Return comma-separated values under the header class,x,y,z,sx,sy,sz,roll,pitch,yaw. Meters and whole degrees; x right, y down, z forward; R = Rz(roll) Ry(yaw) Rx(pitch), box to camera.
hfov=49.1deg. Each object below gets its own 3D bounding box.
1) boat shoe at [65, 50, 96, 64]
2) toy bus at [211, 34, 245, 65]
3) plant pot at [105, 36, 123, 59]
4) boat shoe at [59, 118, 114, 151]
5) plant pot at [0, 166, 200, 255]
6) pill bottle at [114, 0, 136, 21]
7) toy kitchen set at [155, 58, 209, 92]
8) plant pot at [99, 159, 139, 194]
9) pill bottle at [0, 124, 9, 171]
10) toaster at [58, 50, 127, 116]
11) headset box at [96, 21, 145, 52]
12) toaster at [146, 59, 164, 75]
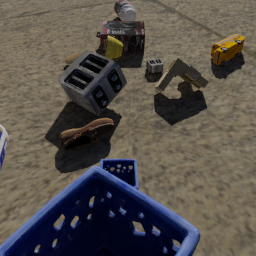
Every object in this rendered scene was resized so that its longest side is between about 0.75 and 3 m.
class,x,y,z,sx,sy,sz,roll,pitch,yaw
boat shoe,-2.247,-3.303,13.483,1.550,0.502,0.557,-15,48,5
toy bus,4.956,-3.960,14.020,2.320,0.755,0.908,-31,50,-30
plant pot,-0.686,-3.895,13.786,0.800,1.127,1.127,7,41,-9
boat shoe,-1.309,0.264,9.361,1.913,0.673,0.673,-21,40,-11
plant pot,-0.493,2.731,5.311,2.591,2.329,2.591,27,48,27
pill bottle,-0.153,-7.294,17.551,1.066,1.066,1.841,-12,44,-13
toy kitchen set,2.181,-1.864,11.920,1.634,1.474,1.333,35,1,-8
plant pot,-0.251,1.529,7.714,1.041,0.936,1.041,-1,42,0
pill bottle,-4.363,1.126,7.599,1.663,1.663,2.874,-5,42,-5
toaster,-1.405,-1.808,10.877,2.113,1.254,1.911,30,70,29
headset box,-0.395,-4.901,14.916,2.550,0.985,1.898,2,42,0
toaster,1.255,-2.883,13.048,0.682,0.448,0.755,-10,43,-10
